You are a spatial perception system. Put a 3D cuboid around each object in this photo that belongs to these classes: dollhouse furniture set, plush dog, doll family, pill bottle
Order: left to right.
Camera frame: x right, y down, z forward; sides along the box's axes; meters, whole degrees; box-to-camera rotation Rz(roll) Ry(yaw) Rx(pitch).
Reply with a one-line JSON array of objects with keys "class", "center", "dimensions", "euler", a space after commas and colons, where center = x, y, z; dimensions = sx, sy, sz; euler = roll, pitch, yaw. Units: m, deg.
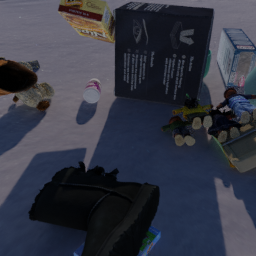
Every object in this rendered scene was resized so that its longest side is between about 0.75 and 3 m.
[{"class": "plush dog", "center": [-3.227, -1.181, 9.092], "dimensions": [1.300, 1.620, 1.391], "euler": [-44, 33, -4]}, {"class": "pill bottle", "center": [-1.227, -1.350, 9.839], "dimensions": [0.575, 0.575, 1.024], "euler": [0, 33, 0]}, {"class": "doll family", "center": [2.291, -0.398, 7.789], "dimensions": [2.743, 1.076, 1.586], "euler": [-4, 24, 0]}, {"class": "dollhouse furniture set", "center": [3.687, 0.428, 7.196], "dimensions": [2.437, 1.223, 1.597], "euler": [-27, 25, 11]}]

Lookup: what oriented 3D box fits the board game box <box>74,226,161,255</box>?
[{"class": "board game box", "center": [-0.162, 2.081, 4.986], "dimensions": [0.963, 0.233, 1.273], "euler": [23, 40, 30]}]

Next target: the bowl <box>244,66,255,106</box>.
[{"class": "bowl", "center": [4.418, -1.132, 8.407], "dimensions": [2.274, 2.274, 1.190], "euler": [-20, -4, -27]}]

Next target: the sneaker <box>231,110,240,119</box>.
[{"class": "sneaker", "center": [3.477, -0.633, 8.950], "dimensions": [0.557, 0.360, 1.026], "euler": [5, 37, 5]}]

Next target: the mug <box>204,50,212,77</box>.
[{"class": "mug", "center": [2.579, -2.519, 11.079], "dimensions": [1.831, 1.132, 1.505], "euler": [-15, 36, -22]}]

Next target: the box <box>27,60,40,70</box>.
[{"class": "box", "center": [-4.298, -2.731, 12.233], "dimensions": [0.797, 0.203, 0.628], "euler": [-14, 37, -20]}]

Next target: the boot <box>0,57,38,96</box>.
[{"class": "boot", "center": [-2.171, -0.878, 4.535], "dimensions": [1.601, 0.791, 2.063], "euler": [-2, 11, 16]}]

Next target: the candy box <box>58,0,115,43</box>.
[{"class": "candy box", "center": [-1.154, -3.394, 8.842], "dimensions": [1.323, 0.634, 2.292], "euler": [16, 3, 5]}]

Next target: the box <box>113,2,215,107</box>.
[{"class": "box", "center": [1.145, -2.466, 9.366], "dimensions": [2.940, 2.892, 1.726], "euler": [11, 34, 13]}]

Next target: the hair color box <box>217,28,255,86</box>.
[{"class": "hair color box", "center": [4.356, -2.953, 11.421], "dimensions": [0.884, 1.461, 2.922], "euler": [4, 35, 6]}]

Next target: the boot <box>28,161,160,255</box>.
[{"class": "boot", "center": [-0.787, 1.597, 4.853], "dimensions": [2.109, 0.952, 2.573], "euler": [7, 30, 24]}]
